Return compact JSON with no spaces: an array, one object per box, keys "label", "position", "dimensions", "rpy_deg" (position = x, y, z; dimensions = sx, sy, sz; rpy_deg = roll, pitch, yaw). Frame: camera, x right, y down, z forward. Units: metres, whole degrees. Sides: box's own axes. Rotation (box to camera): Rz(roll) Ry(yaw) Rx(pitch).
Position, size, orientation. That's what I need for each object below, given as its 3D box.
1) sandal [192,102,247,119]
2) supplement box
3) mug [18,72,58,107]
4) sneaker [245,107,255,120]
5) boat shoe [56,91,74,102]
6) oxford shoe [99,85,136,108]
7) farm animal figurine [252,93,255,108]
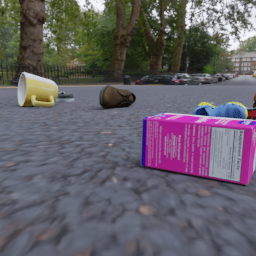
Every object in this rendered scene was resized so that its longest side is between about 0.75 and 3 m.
[{"label":"sandal","position":[2.535,-0.367,8.013],"dimensions":[0.745,0.680,1.712],"rpy_deg":[-19,14,-38]},{"label":"supplement box","position":[1.042,0.237,4.115],"dimensions":[1.523,0.787,0.771],"rpy_deg":[8,12,29]},{"label":"mug","position":[-4.189,-1.565,13.221],"dimensions":[1.590,1.937,1.551],"rpy_deg":[3,-26,-36]},{"label":"sneaker","position":[3.804,-0.467,9.128],"dimensions":[1.231,0.488,0.588],"rpy_deg":[14,5,23]},{"label":"boat shoe","position":[-3.608,-1.758,15.581],"dimensions":[1.606,0.569,0.579],"rpy_deg":[6,12,30]},{"label":"oxford shoe","position":[-0.392,-1.409,12.575],"dimensions":[1.145,0.986,2.713],"rpy_deg":[6,12,24]},{"label":"farm animal figurine","position":[5.064,-0.861,8.802],"dimensions":[1.984,1.235,2.457],"rpy_deg":[1,10,4]}]
